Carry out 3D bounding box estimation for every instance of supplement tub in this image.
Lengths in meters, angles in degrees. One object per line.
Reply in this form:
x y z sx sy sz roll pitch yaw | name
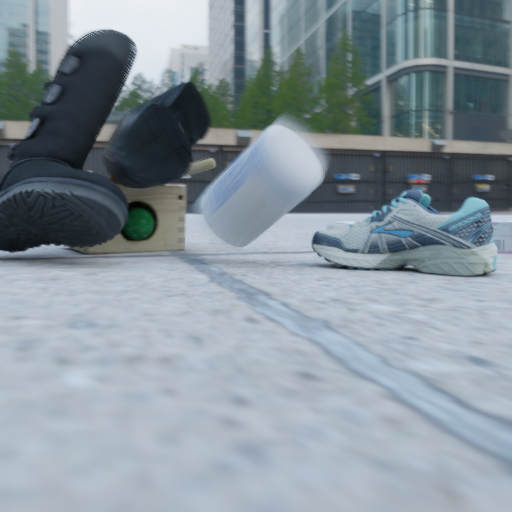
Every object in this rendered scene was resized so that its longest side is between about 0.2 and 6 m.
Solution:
0.055 -0.910 7.507 1.502 0.991 0.991 -40 -19 31 | supplement tub

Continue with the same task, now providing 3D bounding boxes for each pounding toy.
-2.211 -0.948 10.083 2.131 1.646 2.315 -3 8 -34 | pounding toy

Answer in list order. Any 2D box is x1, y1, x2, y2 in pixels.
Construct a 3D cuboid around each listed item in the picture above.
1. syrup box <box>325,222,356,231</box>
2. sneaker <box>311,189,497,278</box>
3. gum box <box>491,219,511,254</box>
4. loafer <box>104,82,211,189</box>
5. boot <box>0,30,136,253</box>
1.803 -0.403 10.661 0.487 0.504 1.238 4 6 34 | syrup box
1.809 -0.327 7.063 2.324 1.003 0.902 3 6 30 | sneaker
4.118 -0.357 9.838 1.664 0.550 0.944 2 7 16 | gum box
-1.803 -1.931 9.521 1.276 1.285 3.530 -17 21 19 | loafer
-2.612 -1.967 8.661 3.098 3.758 1.234 -3 -36 33 | boot
